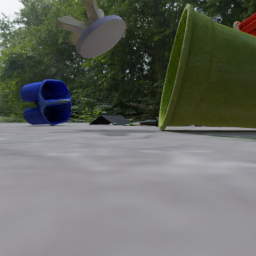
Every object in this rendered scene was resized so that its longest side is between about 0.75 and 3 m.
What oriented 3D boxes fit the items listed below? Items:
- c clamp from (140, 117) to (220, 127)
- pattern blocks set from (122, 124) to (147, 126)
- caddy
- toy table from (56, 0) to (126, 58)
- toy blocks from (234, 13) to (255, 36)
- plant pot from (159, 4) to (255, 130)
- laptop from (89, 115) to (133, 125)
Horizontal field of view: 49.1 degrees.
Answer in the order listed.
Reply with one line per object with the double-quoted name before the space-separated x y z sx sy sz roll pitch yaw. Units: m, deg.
"c clamp" 1.587 -0.190 9.305 2.281 0.309 1.949 0 1 -10
"pattern blocks set" 0.256 -0.133 11.737 0.939 0.087 1.068 0 2 21
"caddy" -3.594 -1.170 13.047 1.532 2.063 2.918 -6 7 16
"toy table" -1.101 -3.058 8.467 1.203 1.888 2.053 42 34 11
"toy blocks" 3.904 -2.475 8.312 2.264 1.887 0.822 -24 7 43
"plant pot" 1.942 -0.945 5.509 2.228 2.424 2.424 11 2 2
"laptop" -0.849 -0.183 14.106 1.653 0.854 1.465 -32 -20 38
